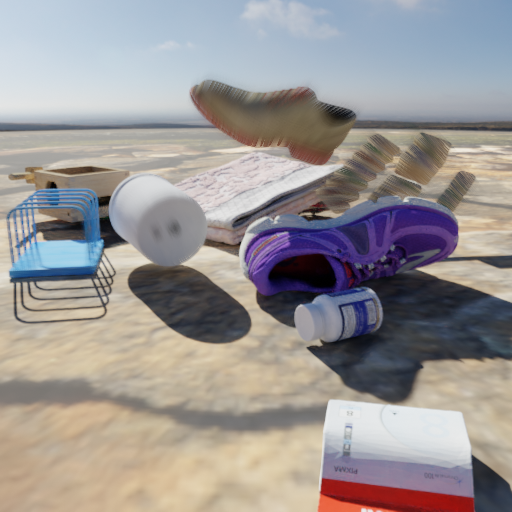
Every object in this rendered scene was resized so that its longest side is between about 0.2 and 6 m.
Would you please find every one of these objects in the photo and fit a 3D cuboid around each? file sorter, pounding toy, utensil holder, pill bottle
[{"bbox_3d":[-3.200,-0.424,9.035,1.212,1.072,1.747,-3,16,-9],"label":"file sorter"},{"bbox_3d":[-4.283,-1.344,12.213,2.374,1.086,2.086,14,21,41],"label":"pounding toy"},{"bbox_3d":[-1.505,-0.569,8.616,1.189,1.189,1.399,-8,21,-27],"label":"utensil holder"},{"bbox_3d":[0.898,0.665,6.189,0.877,0.525,0.525,-8,18,-26],"label":"pill bottle"}]

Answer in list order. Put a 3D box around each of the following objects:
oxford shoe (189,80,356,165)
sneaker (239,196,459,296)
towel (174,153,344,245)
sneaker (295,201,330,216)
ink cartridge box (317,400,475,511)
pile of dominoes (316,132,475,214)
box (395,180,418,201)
[{"bbox_3d":[0.368,-2.554,9.631,3.236,1.210,1.140,5,51,-41],"label":"oxford shoe"},{"bbox_3d":[1.365,0.078,7.759,3.126,1.260,1.304,-10,32,-4],"label":"sneaker"},{"bbox_3d":[-0.285,-1.380,11.918,3.507,0.565,3.350,-28,29,-33],"label":"towel"},{"bbox_3d":[1.095,-1.177,12.636,1.767,0.712,0.660,-3,-20,17],"label":"sneaker"},{"bbox_3d":[0.949,1.455,3.827,1.020,0.301,1.274,3,15,11],"label":"ink cartridge box"},{"bbox_3d":[2.649,-1.445,10.464,2.314,0.473,2.969,27,48,22],"label":"pile of dominoes"},{"bbox_3d":[3.774,-1.628,14.275,0.597,0.509,0.933,3,16,10],"label":"box"}]
